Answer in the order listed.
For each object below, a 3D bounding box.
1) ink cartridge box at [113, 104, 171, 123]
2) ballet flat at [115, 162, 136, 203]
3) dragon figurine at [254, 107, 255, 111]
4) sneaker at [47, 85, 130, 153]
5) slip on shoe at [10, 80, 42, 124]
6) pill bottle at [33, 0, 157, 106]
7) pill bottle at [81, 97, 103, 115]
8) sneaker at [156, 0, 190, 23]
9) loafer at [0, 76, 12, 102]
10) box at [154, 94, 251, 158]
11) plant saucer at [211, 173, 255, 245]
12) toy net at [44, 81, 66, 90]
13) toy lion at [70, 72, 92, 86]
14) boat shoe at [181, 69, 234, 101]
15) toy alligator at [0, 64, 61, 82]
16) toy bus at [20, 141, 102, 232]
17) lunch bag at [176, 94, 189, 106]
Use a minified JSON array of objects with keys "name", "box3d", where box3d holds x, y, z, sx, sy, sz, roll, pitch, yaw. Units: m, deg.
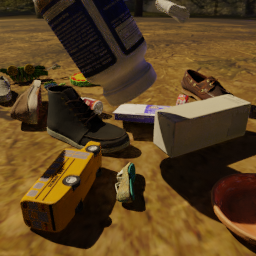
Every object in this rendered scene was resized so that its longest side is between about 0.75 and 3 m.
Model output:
[{"name":"ink cartridge box","box3d":[0.536,-0.441,9.200,1.863,0.408,1.881,4,13,7]},{"name":"ballet flat","box3d":[-0.065,1.200,6.307,0.456,0.456,1.291,1,26,2]},{"name":"dragon figurine","box3d":[5.714,-1.446,10.408,2.943,1.463,0.866,-10,28,-18]},{"name":"sneaker","box3d":[-1.272,-0.299,8.024,2.867,1.523,1.072,13,29,25]},{"name":"slip on shoe","box3d":[-3.586,-0.992,10.091,0.824,1.034,2.720,0,33,-12]},{"name":"pill bottle","box3d":[-0.613,-2.077,6.454,1.709,2.953,1.709,-28,22,12]},{"name":"pill bottle","box3d":[-1.422,-0.816,10.190,0.972,0.533,0.533,17,31,31]},{"name":"sneaker","box3d":[1.660,-4.459,10.495,0.885,0.564,1.531,45,26,28]},{"name":"loafer","box3d":[-5.221,-1.615,11.585,0.717,0.716,2.051,-11,28,-21]},{"name":"box","box3d":[2.169,-0.134,8.152,2.812,1.155,0.961,-12,30,-25]},{"name":"plant saucer","box3d":[2.667,1.610,5.485,2.050,0.384,2.050,0,26,0]},{"name":"toy net","box3d":[-2.552,-1.475,10.775,0.851,0.313,1.622,-21,-9,5]},{"name":"toy lion","box3d":[-1.832,-2.434,13.535,1.767,0.607,1.694,12,36,23]},{"name":"boat shoe","box3d":[3.140,-1.567,11.150,1.043,1.042,2.964,-9,29,-29]},{"name":"toy alligator","box3d":[-4.728,-2.681,13.746,2.900,0.697,0.961,-9,-4,-16]},{"name":"toy bus","box3d":[-1.267,1.118,6.068,0.905,0.753,2.313,5,27,12]},{"name":"lunch bag","box3d":[1.722,-0.562,9.190,0.393,0.958,0.844,11,29,14]}]
